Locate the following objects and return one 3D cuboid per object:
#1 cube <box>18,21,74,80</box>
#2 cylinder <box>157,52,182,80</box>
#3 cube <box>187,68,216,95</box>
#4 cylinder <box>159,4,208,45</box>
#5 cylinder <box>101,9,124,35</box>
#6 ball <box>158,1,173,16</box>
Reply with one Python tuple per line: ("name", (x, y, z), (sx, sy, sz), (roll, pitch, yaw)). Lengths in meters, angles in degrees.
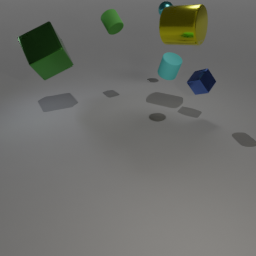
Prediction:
("cube", (-3.235, -3.028, 11.159), (1.400, 1.400, 1.400), (-27, 73, 0))
("cylinder", (1.459, -2.154, 9.796), (0.700, 0.700, 0.700), (7, 49, -9))
("cube", (2.904, -1.822, 11.081), (0.700, 0.700, 0.700), (-52, 25, -22))
("cylinder", (2.077, -3.820, 10.436), (1.400, 1.400, 1.400), (12, 30, 31))
("cylinder", (-0.629, -4.213, 11.130), (0.700, 0.700, 0.700), (-20, 75, -32))
("ball", (1.727, -5.380, 12.722), (0.700, 0.700, 0.700), (0, 29, 0))
